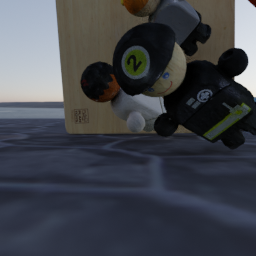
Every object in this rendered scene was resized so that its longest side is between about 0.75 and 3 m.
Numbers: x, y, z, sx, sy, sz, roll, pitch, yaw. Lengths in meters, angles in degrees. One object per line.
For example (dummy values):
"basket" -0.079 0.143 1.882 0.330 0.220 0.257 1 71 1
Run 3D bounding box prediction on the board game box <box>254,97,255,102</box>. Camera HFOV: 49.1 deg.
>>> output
"board game box" 3.255 -0.428 6.975 2.645 0.484 2.001 6 5 -30

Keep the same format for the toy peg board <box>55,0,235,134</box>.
"toy peg board" 0.350 -1.377 5.023 2.792 2.804 1.371 -1 7 13

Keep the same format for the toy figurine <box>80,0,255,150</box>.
"toy figurine" 0.465 -0.896 2.896 1.400 2.013 1.982 27 -8 -25
